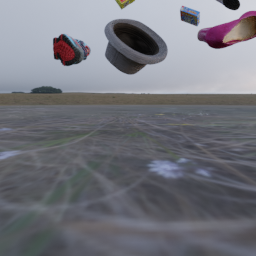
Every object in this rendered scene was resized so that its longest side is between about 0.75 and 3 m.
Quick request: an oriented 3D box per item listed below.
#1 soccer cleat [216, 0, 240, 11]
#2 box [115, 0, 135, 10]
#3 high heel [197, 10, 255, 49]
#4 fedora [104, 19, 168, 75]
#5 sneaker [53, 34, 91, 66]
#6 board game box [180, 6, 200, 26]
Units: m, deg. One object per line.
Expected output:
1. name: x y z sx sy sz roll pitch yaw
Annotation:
1. soccer cleat: 3.221 -4.424 9.483 1.296 0.442 0.474 32 30 5
2. box: -0.364 -4.080 7.923 0.510 1.354 0.339 -33 -2 -3
3. high heel: 3.518 -2.934 8.336 2.690 0.906 1.290 -11 27 -13
4. fedora: 0.103 -2.397 8.658 2.000 1.021 2.262 38 38 2
5. sneaker: -1.140 -1.730 6.050 0.755 0.626 1.580 -9 24 -23
6. board game box: 2.563 -4.621 11.584 0.801 0.224 0.785 28 -3 17
